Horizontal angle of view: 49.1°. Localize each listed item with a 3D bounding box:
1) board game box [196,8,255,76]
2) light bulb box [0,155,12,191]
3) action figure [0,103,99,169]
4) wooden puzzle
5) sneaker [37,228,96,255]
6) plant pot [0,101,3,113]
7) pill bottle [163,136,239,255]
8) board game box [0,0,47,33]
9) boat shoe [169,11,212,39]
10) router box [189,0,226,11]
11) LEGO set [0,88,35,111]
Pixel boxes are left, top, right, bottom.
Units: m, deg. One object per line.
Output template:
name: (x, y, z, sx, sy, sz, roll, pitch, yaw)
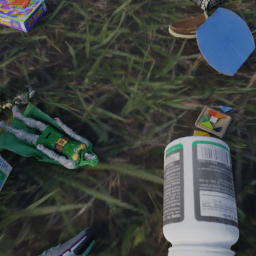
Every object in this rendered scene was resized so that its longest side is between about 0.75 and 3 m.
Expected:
board game box: (2.814, -2.531, 8.376, 1.673, 0.412, 2.117, 46, 67, -8)
light bulb box: (-3.856, 1.221, 6.255, 1.657, 1.043, 1.672, 15, 62, 8)
action figure: (-1.894, 0.308, 7.018, 2.637, 0.721, 1.558, 24, 61, 9)
wooden puzzle: (2.314, -0.179, 7.572, 0.856, 0.148, 1.269, 22, 62, 12)
sneaker: (-1.678, 2.686, 5.595, 0.964, 0.820, 2.202, 38, 67, 24)
plant pot: (-3.864, -0.775, 7.573, 0.893, 0.893, 0.958, -41, 85, -20)
pill bottle: (1.462, 1.603, 5.794, 1.469, 1.469, 2.598, 5, 61, 3)
board game box: (-3.964, -4.109, 9.635, 1.902, 0.426, 1.279, 20, 62, 11)
boat shoe: (2.377, -3.417, 9.019, 2.086, 0.772, 0.770, -5, 56, -4)
router box: (2.996, -5.063, 10.110, 1.719, 0.534, 1.288, -35, 66, -17)
LEGO set: (-2.896, -0.707, 7.513, 0.843, 0.368, 1.298, -7, 26, 40)
